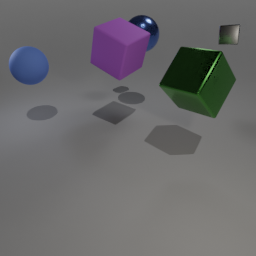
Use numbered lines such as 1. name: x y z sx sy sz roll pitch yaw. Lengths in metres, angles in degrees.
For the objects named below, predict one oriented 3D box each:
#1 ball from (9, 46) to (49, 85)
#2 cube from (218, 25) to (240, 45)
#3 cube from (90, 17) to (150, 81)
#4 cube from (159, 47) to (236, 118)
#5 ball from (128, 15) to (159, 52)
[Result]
1. ball: -3.670 -2.311 10.413 1.400 1.400 1.400 0 30 0
2. cube: 3.868 -3.570 10.707 0.700 0.700 0.700 6 21 21
3. cube: -0.294 -2.779 9.783 1.400 1.400 1.400 34 47 19
4. cube: 2.049 -1.343 8.209 1.400 1.400 1.400 24 80 43
5. ball: 0.533 -3.689 11.009 1.400 1.400 1.400 0 30 0
